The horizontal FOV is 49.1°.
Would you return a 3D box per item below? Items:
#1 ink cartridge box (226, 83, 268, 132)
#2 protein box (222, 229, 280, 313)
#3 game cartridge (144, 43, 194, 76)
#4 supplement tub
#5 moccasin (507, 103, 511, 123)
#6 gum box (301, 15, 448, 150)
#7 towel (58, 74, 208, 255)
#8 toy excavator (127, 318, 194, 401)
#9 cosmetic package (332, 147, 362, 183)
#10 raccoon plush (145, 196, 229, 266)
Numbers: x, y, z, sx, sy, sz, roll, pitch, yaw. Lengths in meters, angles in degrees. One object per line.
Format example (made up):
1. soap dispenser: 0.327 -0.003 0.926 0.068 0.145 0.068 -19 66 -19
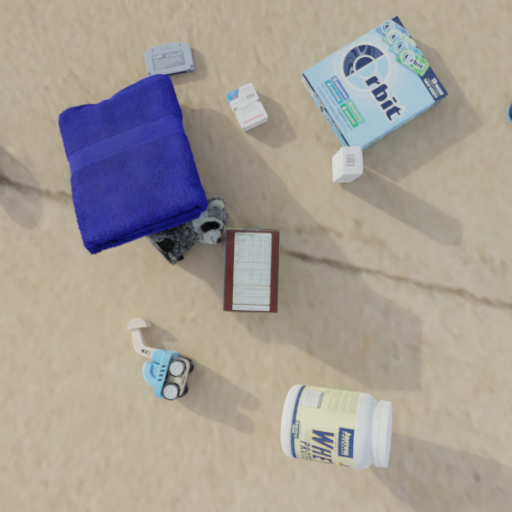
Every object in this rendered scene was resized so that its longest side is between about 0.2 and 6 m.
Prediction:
1. ink cartridge box: -0.181 -3.021 11.426 0.576 0.332 0.788 -25 87 -1
2. protein box: -0.084 0.298 10.644 1.010 1.486 1.497 2 87 0
3. game cartridge: -1.801 -4.051 11.573 0.972 0.197 0.648 -10 90 -1
4. supplement tub: 1.421 2.981 9.765 1.763 1.278 1.278 3 86 19
5. moccasin: 6.251 -2.780 11.190 2.261 0.771 0.910 13 87 1
6. gum box: 2.378 -3.427 11.365 2.260 0.503 1.920 -32 87 -2
7. towel: -2.348 -1.761 10.616 2.426 0.814 3.286 -21 62 4
8. toy excavator: -1.974 2.031 11.003 1.429 0.714 1.389 13 85 10
9. cosmetic package: 1.761 -1.759 10.902 0.396 1.069 0.543 -1 91 -1
10. raccoon plush: -1.633 -0.970 10.985 1.575 1.137 2.350 -43 87 -10
